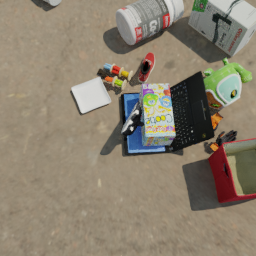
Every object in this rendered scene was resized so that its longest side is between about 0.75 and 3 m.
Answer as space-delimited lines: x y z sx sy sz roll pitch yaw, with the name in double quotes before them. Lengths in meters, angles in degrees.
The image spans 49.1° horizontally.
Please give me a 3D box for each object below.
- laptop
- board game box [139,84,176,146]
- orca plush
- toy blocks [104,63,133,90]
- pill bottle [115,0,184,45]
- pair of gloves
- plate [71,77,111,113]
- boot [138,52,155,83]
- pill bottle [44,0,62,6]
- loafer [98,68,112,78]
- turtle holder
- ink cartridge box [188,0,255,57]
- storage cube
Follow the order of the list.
"laptop" 1.322 -0.543 10.381 1.543 2.987 2.648 13 63 -39
"board game box" 1.046 -0.486 10.490 1.076 1.095 2.088 -1 69 -4
"orca plush" 0.287 -0.235 9.778 0.579 0.857 1.629 34 33 -10
"toy blocks" -0.564 -2.180 11.560 1.237 0.449 1.031 24 58 12
"pill bottle" 0.955 -4.828 12.080 2.693 1.534 1.534 -29 72 -11
"pair of gloves" 3.229 0.181 10.194 1.285 0.159 1.145 46 117 -2
"plate" -1.495 -1.321 11.438 1.293 0.209 1.295 -23 70 -9
"boot" 0.832 -2.689 11.508 0.528 1.053 1.459 17 69 3
"pill bottle" -3.866 -6.502 13.050 0.934 0.934 1.652 -42 75 -14
"loafer" -0.974 -2.212 11.777 0.751 0.274 0.268 34 79 20
"turtle holder" 3.657 -1.668 10.973 2.178 1.655 1.547 -29 85 -41
"ink cartridge box" 3.997 -4.550 11.777 1.084 1.913 2.609 -43 74 -14
"storage cube" 4.000 1.477 9.485 2.046 1.839 1.749 -8 69 -4
